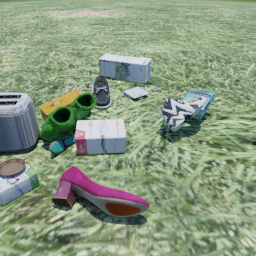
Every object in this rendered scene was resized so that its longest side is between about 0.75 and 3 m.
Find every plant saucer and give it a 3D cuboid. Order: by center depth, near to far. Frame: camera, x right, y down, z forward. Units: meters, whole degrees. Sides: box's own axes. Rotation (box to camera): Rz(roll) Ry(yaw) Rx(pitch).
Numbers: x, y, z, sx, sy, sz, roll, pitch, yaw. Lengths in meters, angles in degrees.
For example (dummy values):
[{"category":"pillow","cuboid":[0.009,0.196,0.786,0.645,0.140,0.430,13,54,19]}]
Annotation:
[{"category":"plant saucer","cuboid":[-3.623,1.247,8.754,0.849,0.146,0.849,-2,30,1]}]

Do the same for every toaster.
[{"category":"toaster","cuboid":[-4.557,-0.207,10.440,2.893,1.868,1.644,0,33,-1]}]

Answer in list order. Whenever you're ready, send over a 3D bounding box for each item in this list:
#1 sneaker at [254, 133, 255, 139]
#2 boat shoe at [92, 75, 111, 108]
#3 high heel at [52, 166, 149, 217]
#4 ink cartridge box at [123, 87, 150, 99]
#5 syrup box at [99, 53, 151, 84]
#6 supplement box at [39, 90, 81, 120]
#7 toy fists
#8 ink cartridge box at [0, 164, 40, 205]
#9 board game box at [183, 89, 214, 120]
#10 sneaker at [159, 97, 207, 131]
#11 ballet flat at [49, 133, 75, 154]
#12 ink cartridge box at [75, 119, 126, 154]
[{"category":"sneaker","cuboid":[5.197,0.372,10.903,0.889,0.377,0.342,-5,40,-33]},{"category":"boat shoe","cuboid":[-1.372,-1.851,14.060,0.993,0.792,2.627,-6,33,-10]},{"category":"high heel","cuboid":[-0.727,1.693,8.171,2.900,0.978,1.394,5,43,15]},{"category":"ink cartridge box","cuboid":[0.438,-1.764,14.478,0.989,0.218,1.008,-20,40,-29]},{"category":"syrup box","cuboid":[-0.164,-3.507,16.363,2.897,1.140,1.180,11,34,16]},{"category":"supplement box","cuboid":[-2.804,-0.935,12.099,1.904,0.655,0.633,-30,56,-31]},{"category":"toy fists","cuboid":[-2.340,-0.369,11.200,0.938,1.390,2.727,47,42,-1]},{"category":"ink cartridge box","cuboid":[-3.556,1.677,8.700,0.900,0.522,1.243,28,42,37]},{"category":"board game box","cuboid":[2.985,-1.069,12.375,1.107,0.344,1.467,18,53,32]},{"category":"sneaker","cuboid":[2.096,-0.924,11.266,2.042,0.815,1.329,-39,74,-13]},{"category":"ballet flat","cuboid":[-2.525,0.593,10.588,0.536,0.483,1.424,-4,19,37]},{"category":"ink cartridge box","cuboid":[-1.017,0.304,10.653,1.836,0.779,1.337,-3,32,-3]}]
